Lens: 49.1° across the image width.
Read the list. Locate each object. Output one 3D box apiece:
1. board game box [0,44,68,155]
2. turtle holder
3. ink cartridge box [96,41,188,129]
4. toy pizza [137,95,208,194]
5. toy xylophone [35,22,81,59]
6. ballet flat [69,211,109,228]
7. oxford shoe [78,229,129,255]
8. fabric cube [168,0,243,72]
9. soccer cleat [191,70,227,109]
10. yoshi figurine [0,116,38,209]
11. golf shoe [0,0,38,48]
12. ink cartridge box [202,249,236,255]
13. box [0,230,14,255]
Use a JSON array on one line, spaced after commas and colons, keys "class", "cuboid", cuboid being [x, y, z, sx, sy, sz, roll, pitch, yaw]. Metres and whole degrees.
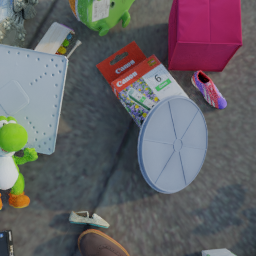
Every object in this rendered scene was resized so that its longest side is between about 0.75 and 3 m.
[{"class": "board game box", "cuboid": [-3.173, -0.843, 7.846, 2.737, 0.354, 2.736, 11, 97, 2]}, {"class": "turtle holder", "cuboid": [-0.719, -4.101, 8.375, 1.681, 1.799, 2.368, 40, 84, 23]}, {"class": "ink cartridge box", "cuboid": [0.406, -1.253, 8.163, 1.544, 0.713, 2.833, -35, 81, -5]}, {"class": "toy pizza", "cuboid": [1.177, 0.421, 7.355, 2.567, 0.407, 2.567, -5, 98, -37]}, {"class": "toy xylophone", "cuboid": [-2.207, -2.482, 8.665, 1.227, 0.421, 1.675, 36, 79, 8]}, {"class": "ballet flat", "cuboid": [-1.028, 2.430, 7.505, 1.102, 0.372, 0.344, 8, 73, 1]}, {"class": "oxford shoe", "cuboid": [-0.211, 3.705, 6.838, 1.021, 1.041, 2.869, -42, 80, -9]}, {"class": "fabric cube", "cuboid": [2.119, -2.788, 8.071, 1.760, 1.727, 1.754, 2, 76, 0]}, {"class": "soccer cleat", "cuboid": [2.423, -1.124, 8.293, 0.468, 0.502, 1.371, -36, 79, -8]}, {"class": "yoshi figurine", "cuboid": [-3.083, 0.871, 7.188, 1.352, 1.357, 2.414, -1, 88, 11]}, {"class": "golf shoe", "cuboid": [-3.854, -3.215, 8.724, 1.327, 1.069, 2.730, 14, 74, 26]}, {"class": "ink cartridge box", "cuboid": [2.312, 3.856, 6.743, 0.687, 1.140, 1.570, -6, 77, 1]}, {"class": "box", "cuboid": [-3.791, 3.456, 7.261, 1.582, 0.344, 1.267, -11, 77, -3]}]
